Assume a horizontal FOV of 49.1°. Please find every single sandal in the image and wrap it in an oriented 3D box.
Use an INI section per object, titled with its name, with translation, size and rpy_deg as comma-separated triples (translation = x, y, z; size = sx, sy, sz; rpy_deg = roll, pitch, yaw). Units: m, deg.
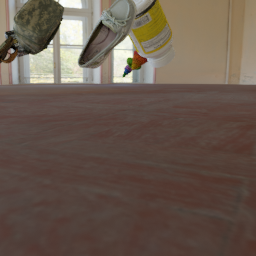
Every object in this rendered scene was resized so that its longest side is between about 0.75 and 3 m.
[sandal]
translation = -3.896, -2.346, 8.970
size = 0.569, 0.852, 2.086
rpy_deg = 40, -20, -22

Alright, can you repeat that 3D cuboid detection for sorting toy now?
[sorting toy]
translation = 0.152, -2.631, 12.259
size = 0.752, 0.747, 2.169
rpy_deg = 34, -15, -12

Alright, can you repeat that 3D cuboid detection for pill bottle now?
[pill bottle]
translation = 0.755, -3.505, 10.127
size = 1.482, 1.482, 2.663
rpy_deg = 8, -30, 37

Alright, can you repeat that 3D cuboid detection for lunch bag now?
[lunch bag]
translation = -3.058, -3.515, 9.657
size = 1.209, 1.735, 1.455
rpy_deg = 28, -26, -12

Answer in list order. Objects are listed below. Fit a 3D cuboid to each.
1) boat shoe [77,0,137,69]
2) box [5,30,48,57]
[boat shoe]
translation = -0.596, -2.522, 7.578
size = 0.821, 2.226, 0.714
rpy_deg = 44, 22, 0
[box]
translation = -3.751, -3.230, 10.376
size = 1.223, 0.964, 0.304
rpy_deg = -28, -9, -32
